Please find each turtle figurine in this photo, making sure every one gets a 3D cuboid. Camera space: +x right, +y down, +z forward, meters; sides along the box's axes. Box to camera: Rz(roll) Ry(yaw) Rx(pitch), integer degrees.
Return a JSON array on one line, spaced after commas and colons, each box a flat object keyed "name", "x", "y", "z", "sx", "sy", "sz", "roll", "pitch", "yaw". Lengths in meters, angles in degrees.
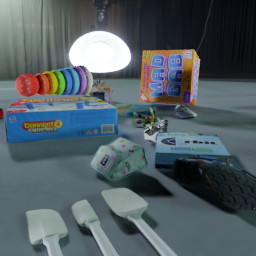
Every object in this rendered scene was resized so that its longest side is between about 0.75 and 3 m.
[{"name": "turtle figurine", "x": 0.519, "y": -0.323, "z": 8.469, "sx": 0.809, "sy": 0.600, "sz": 0.834, "roll": 0, "pitch": 8, "yaw": 19}]

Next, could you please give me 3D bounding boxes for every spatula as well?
[{"name": "spatula", "x": -0.219, "y": 1.128, "z": 2.833, "sx": 1.385, "sy": 0.160, "sz": 1.992, "roll": -5, "pitch": 13, "yaw": -25}]

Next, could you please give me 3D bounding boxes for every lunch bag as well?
[{"name": "lunch bag", "x": -0.180, "y": 0.544, "z": 4.766, "sx": 0.785, "sy": 0.478, "sz": 0.668, "roll": -27, "pitch": 30, "yaw": -28}]

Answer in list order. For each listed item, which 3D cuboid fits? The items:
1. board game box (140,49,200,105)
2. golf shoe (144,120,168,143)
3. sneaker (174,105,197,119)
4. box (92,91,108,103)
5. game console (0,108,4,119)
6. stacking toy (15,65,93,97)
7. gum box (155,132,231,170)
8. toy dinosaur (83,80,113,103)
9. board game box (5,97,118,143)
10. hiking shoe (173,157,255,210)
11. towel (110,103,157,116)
[{"name": "board game box", "x": 1.922, "y": -2.159, "z": 12.485, "sx": 2.171, "sy": 2.169, "sz": 2.170, "roll": 4, "pitch": 4, "yaw": 20}, {"name": "golf shoe", "x": 0.709, "y": 0.052, "z": 7.020, "sx": 0.584, "sy": 0.481, "sz": 1.237, "roll": 3, "pitch": 11, "yaw": 11}, {"name": "sneaker", "x": 2.019, "y": -0.578, "z": 10.011, "sx": 0.436, "sy": 0.440, "sz": 1.214, "roll": -4, "pitch": 14, "yaw": -21}, {"name": "box", "x": -1.035, "y": -1.031, "z": 10.535, "sx": 0.472, "sy": 0.669, "sz": 0.905, "roll": 3, "pitch": 11, "yaw": 4}, {"name": "game console", "x": -4.910, "y": -0.386, "z": 9.938, "sx": 0.894, "sy": 0.530, "sz": 0.770, "roll": -7, "pitch": 45, "yaw": -26}, {"name": "stacking toy", "x": -2.445, "y": -1.509, "z": 9.205, "sx": 1.096, "sy": 1.096, "sz": 2.567, "roll": 11, "pitch": 17, "yaw": 41}, {"name": "gum box", "x": 1.215, "y": 0.428, "z": 5.574, "sx": 1.297, "sy": 0.340, "sz": 1.526, "roll": 2, "pitch": 12, "yaw": 8}, {"name": "toy dinosaur", "x": -1.498, "y": -2.011, "z": 15.181, "sx": 2.697, "sy": 1.157, "sz": 1.828, "roll": 17, "pitch": 13, "yaw": 37}, {"name": "board game box", "x": -1.954, "y": -0.347, "z": 8.106, "sx": 2.738, "sy": 0.765, "sz": 2.681, "roll": -4, "pitch": 13, "yaw": -18}, {"name": "hiking shoe", "x": 1.347, "y": 0.662, "z": 3.983, "sx": 0.657, "sy": 0.564, "sz": 1.516, "roll": -9, "pitch": 15, "yaw": -33}, {"name": "towel", "x": -0.270, "y": -0.759, "z": 11.139, "sx": 2.834, "sy": 0.307, "sz": 2.078, "roll": 1, "pitch": 12, "yaw": 7}]
